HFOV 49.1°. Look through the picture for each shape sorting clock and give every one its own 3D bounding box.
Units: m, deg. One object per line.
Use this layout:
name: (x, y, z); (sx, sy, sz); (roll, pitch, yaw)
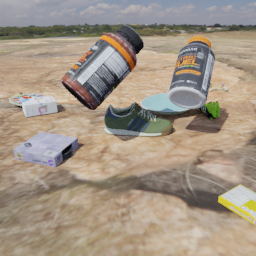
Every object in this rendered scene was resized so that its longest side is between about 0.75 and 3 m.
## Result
shape sorting clock: (-5.090, -1.499, 14.585); (2.013, 0.395, 2.013); (1, 25, 0)

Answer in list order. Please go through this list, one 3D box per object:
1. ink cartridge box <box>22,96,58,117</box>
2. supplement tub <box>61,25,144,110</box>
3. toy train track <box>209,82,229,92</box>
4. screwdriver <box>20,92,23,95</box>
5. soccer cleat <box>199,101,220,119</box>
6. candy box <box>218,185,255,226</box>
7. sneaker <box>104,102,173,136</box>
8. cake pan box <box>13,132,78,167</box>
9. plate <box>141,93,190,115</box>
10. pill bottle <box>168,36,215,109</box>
ink cartridge box: (-4.180, -1.046, 13.277); (1.468, 0.621, 1.061); (-10, 25, -25)
supplement tub: (-0.733, -2.009, 9.090); (2.776, 1.484, 1.484); (-48, 39, -9)
toy train track: (5.039, -2.770, 17.534); (1.572, 0.446, 2.740); (-17, 28, -35)
screwdriver: (-5.830, -1.739, 15.529); (0.174, 0.167, 1.198); (-9, 29, -27)
soccer cleat: (3.654, -0.775, 12.704); (0.650, 0.780, 1.926); (-6, 2, -1)
candy box: (3.176, 1.999, 6.689); (0.922, 0.238, 1.803); (-13, 27, -33)
sneaker: (0.423, -0.394, 10.977); (2.761, 1.240, 0.926); (0, 23, 1)
cake pan box: (-2.712, 0.682, 9.533); (1.654, 0.433, 1.523); (7, 27, 17)
plate: (2.067, -1.161, 13.663); (2.898, 0.370, 2.898); (-4, 24, 2)
pill bottle: (2.324, -2.052, 9.994); (1.345, 1.345, 2.531); (9, 64, 19)
